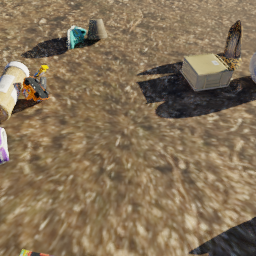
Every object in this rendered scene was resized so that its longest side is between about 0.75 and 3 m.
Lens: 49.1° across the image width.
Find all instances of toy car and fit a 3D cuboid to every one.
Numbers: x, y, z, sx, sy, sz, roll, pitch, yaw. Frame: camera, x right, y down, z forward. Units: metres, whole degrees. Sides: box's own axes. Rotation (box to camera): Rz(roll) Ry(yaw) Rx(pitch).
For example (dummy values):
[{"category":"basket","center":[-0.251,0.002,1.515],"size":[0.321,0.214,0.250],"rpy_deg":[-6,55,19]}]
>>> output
[{"category":"toy car","center":[-3.081,-1.452,9.768],"size":[0.665,0.981,2.000],"rpy_deg":[-39,17,21]}]

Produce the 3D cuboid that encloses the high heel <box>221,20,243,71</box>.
[{"category":"high heel","center":[4.101,-3.186,10.799],"size":[0.719,1.436,2.015],"rpy_deg":[8,43,9]}]

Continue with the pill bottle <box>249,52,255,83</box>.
[{"category":"pill bottle","center":[5.668,-2.307,9.908],"size":[2.402,1.351,1.351],"rpy_deg":[-15,44,-19]}]

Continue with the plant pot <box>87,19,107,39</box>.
[{"category":"plant pot","center":[-1.406,-4.435,12.503],"size":[0.918,0.797,0.918],"rpy_deg":[-2,25,1]}]

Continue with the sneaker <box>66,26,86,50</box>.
[{"category":"sneaker","center":[-2.291,-4.012,12.317],"size":[0.719,0.699,1.804],"rpy_deg":[10,43,-2]}]

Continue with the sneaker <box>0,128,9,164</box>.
[{"category":"sneaker","center":[-3.853,0.875,6.669],"size":[1.646,1.047,2.888],"rpy_deg":[4,42,0]}]

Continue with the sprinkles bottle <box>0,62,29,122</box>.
[{"category":"sprinkles bottle","center":[-3.916,-1.233,9.111],"size":[0.815,0.815,2.389],"rpy_deg":[0,42,0]}]

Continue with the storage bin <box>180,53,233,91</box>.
[{"category":"storage bin","center":[2.830,-2.069,10.173],"size":[1.378,0.650,1.388],"rpy_deg":[-9,43,-10]}]

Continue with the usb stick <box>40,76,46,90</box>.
[{"category":"usb stick","center":[-3.037,-1.580,10.001],"size":[0.239,0.140,0.861],"rpy_deg":[-7,42,-9]}]

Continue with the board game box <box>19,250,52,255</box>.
[{"category":"board game box","center":[-1.758,2.784,5.109],"size":[0.774,0.266,0.936],"rpy_deg":[6,43,8]}]
